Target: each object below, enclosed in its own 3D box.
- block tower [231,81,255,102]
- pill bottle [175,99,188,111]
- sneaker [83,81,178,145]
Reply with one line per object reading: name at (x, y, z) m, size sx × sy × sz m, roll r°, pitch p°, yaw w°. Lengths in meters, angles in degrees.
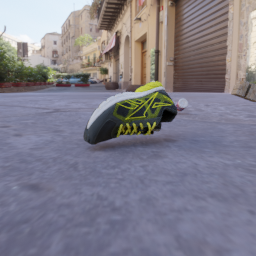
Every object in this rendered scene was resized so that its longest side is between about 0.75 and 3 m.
block tower at (3.498, -0.812, 7.274) m, size 1.479 × 0.399 × 0.427 m, roll 20°, pitch 6°, yaw -1°
pill bottle at (2.341, -0.986, 12.378) m, size 0.431 × 0.431 × 0.774 m, roll -1°, pitch -12°, yaw -6°
sneaker at (0.167, -0.229, 5.933) m, size 2.384 × 0.888 × 1.009 m, roll -32°, pitch 68°, yaw -30°
